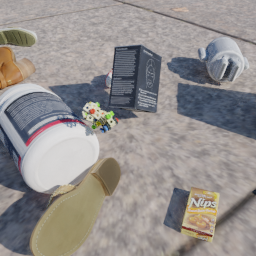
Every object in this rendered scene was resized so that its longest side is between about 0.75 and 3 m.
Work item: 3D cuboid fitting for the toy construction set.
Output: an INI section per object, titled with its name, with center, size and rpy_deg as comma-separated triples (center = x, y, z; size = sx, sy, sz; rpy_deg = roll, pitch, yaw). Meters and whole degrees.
[toy construction set]
center = -0.611, -0.258, 5.764
size = 0.529, 0.753, 1.149
rpy_deg = -38, 5, -5

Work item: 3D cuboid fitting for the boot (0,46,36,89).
[boot]
center = -5.155, -2.328, 10.961
size = 2.548, 0.939, 1.971
rpy_deg = 24, 48, 32

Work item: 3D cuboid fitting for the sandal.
[sandal]
center = -1.203, 1.646, 5.998
size = 0.948, 1.057, 2.883
rpy_deg = -15, 18, 35

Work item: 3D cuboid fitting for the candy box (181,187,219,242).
[candy box]
center = 1.563, 1.814, 6.007
size = 0.635, 0.304, 1.099
rpy_deg = 12, 40, 17

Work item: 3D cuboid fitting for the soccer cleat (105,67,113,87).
[soccer cleat]
center = 0.066, -2.058, 10.745
size = 0.929, 0.748, 2.180
rpy_deg = 26, 39, 35

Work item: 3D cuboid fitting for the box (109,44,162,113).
[box]
center = 0.244, -1.394, 8.258
size = 0.946, 1.767, 1.311
rpy_deg = 7, 1, 32

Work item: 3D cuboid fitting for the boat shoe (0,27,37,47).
[boat shoe]
center = -5.600, -4.667, 13.971
size = 2.473, 0.924, 0.846
rpy_deg = 8, 44, 12

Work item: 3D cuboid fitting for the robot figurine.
[robot figurine]
center = 3.772, -2.728, 11.078
size = 2.024, 1.348, 2.387
rpy_deg = 14, 38, -4

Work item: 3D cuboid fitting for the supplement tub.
[supplement tub]
center = -2.081, 0.153, 6.904
size = 1.833, 1.833, 2.612
rpy_deg = -24, 44, -28
